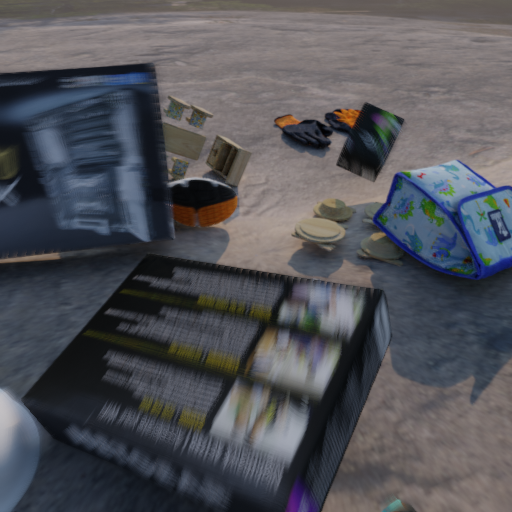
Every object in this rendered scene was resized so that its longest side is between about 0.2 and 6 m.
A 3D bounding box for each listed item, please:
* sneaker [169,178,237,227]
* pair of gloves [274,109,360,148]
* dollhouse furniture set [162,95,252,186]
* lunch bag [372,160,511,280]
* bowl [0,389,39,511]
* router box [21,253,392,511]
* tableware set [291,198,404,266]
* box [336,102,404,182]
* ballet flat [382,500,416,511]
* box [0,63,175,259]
[{"bbox_3d":[-1.745,-1.193,11.461,2.691,1.019,1.238,-3,22,-7],"label":"sneaker"},{"bbox_3d":[2.153,-3.756,16.163,2.884,0.357,2.569,-14,35,-19],"label":"pair of gloves"},{"bbox_3d":[-1.305,-2.435,12.838,1.939,1.699,1.288,12,20,-36],"label":"dollhouse furniture set"},{"bbox_3d":[3.703,-0.595,10.127,2.001,1.500,2.354,-15,51,-35],"label":"lunch bag"},{"bbox_3d":[-3.598,2.038,6.083,2.238,1.006,2.238,4,36,-3],"label":"bowl"},{"bbox_3d":[-0.549,1.299,6.534,3.527,0.901,2.631,8,46,31],"label":"router box"},{"bbox_3d":[1.967,-0.605,11.139,2.113,0.293,2.530,13,31,14],"label":"tableware set"},{"bbox_3d":[2.552,-2.548,12.580,0.998,0.835,1.344,25,69,5],"label":"box"},{"bbox_3d":[0.904,2.942,5.185,1.898,0.645,0.649,-18,46,-26],"label":"ballet flat"},{"bbox_3d":[-3.609,-1.607,9.974,3.986,3.143,0.992,-6,2,-8],"label":"box"}]
